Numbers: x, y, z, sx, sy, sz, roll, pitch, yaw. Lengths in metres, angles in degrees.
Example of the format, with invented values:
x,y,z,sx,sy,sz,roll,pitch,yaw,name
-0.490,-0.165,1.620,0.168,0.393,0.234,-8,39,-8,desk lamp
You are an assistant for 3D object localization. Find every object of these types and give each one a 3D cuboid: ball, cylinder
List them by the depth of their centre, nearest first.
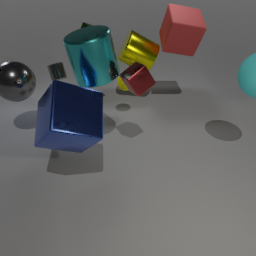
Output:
x,y,z,sx,sy,sz,roll,pitch,yaw,name
4.027,-1.574,8.374,1.400,1.400,1.400,0,32,0,ball
-1.065,-2.152,8.404,1.400,1.400,1.400,-9,37,7,cylinder
-3.937,-1.613,9.764,1.400,1.400,1.400,0,32,0,ball
-0.091,-1.856,11.254,0.700,0.700,0.700,0,32,0,ball
0.451,-3.317,12.277,1.400,1.400,1.400,24,28,-16,cylinder
-3.140,-2.495,12.438,0.700,0.700,0.700,-15,9,3,cylinder

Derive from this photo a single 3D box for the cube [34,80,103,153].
x,y,z,sx,sy,sz,roll,pitch,yaw,name
-1.599,-0.237,7.578,1.400,1.400,1.400,11,65,-31,cube

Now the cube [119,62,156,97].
x,y,z,sx,sy,sz,roll,pitch,yaw,name
0.286,-1.498,8.571,0.700,0.700,0.700,-40,32,-4,cube

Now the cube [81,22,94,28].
x,y,z,sx,sy,sz,roll,pitch,yaw,name
-1.389,-3.479,10.638,0.700,0.700,0.700,-3,38,-50,cube

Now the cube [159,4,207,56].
x,y,z,sx,sy,sz,roll,pitch,yaw,name
2.199,-4.020,11.551,1.400,1.400,1.400,6,52,-10,cube
